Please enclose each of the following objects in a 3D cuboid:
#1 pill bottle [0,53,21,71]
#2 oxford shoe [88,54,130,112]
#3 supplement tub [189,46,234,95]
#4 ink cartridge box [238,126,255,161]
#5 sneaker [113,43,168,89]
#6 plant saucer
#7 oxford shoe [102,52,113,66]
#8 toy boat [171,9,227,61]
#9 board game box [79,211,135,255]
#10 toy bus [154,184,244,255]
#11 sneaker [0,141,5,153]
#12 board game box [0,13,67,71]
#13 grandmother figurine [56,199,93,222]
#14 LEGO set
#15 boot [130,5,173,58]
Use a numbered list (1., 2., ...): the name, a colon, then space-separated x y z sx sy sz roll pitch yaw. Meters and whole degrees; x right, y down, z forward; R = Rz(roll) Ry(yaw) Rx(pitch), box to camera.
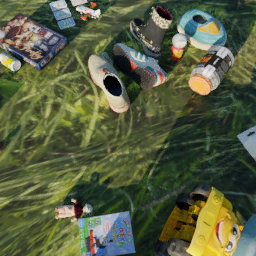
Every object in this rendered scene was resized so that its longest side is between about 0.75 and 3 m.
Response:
1. pill bottle: -5.040 -2.827 11.891 0.879 0.496 0.496 32 66 16
2. oxford shoe: -0.772 -2.030 11.064 1.036 1.080 2.927 -30 66 -9
3. supplement tub: 3.313 -2.294 11.212 1.171 1.171 1.912 32 65 16
4. ink cartridge box: 4.955 0.687 9.862 1.134 0.657 1.947 -25 64 -13
5. sneaker: 0.505 -2.640 11.693 1.275 0.960 2.727 -21 54 -38
6. plant saucer: 3.366 3.665 7.162 0.395 2.882 2.882 3 52 46
7. oxford shoe: -0.881 -2.863 12.071 0.326 0.250 0.866 -22 78 -10
8. toy boat: 2.913 -4.063 12.098 2.398 1.326 2.853 41 68 19
9. board game box: -0.664 3.311 8.621 1.611 0.295 1.219 -8 61 -5
10. toy bus: 2.361 3.095 7.396 2.749 2.864 1.943 31 64 6
11. sneaker: -4.729 0.791 10.001 0.292 0.313 0.830 22 64 12
12. board game box: -4.369 -3.873 12.427 2.752 0.476 1.864 30 65 13
13. grandmother figurine: -1.713 2.626 9.000 1.156 0.350 0.701 -2 85 -5
14. LEGO set: -2.417 -5.849 13.546 2.390 0.587 1.785 -20 67 -11
15. boot: 0.983 -4.427 11.882 0.895 1.873 2.480 -10 57 -24
